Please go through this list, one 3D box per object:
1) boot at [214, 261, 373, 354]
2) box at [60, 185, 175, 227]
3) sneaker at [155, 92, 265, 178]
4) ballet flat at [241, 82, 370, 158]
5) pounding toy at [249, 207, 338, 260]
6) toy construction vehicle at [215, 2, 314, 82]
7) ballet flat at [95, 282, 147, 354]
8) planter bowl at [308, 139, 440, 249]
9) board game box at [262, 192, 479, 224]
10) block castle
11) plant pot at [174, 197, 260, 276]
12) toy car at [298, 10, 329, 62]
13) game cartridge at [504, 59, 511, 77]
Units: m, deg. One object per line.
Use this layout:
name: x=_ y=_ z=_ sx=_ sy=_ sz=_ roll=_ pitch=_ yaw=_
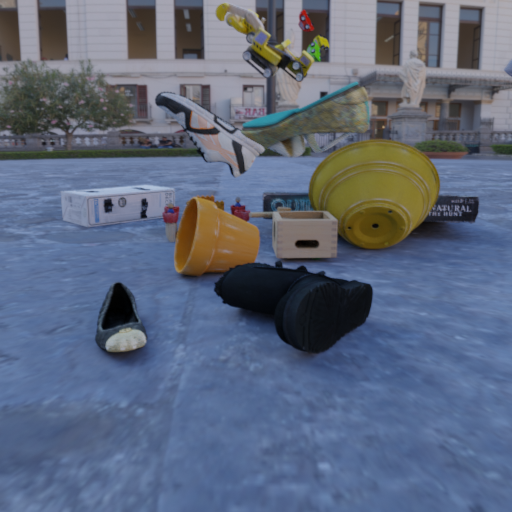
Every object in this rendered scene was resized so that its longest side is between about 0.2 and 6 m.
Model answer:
boot: x=0.286 y=0.529 z=7.093 sx=1.815 sy=0.820 sz=2.215 roll=11 pitch=9 yaw=31
box: x=-3.838 y=-1.459 z=15.785 sx=2.769 sy=0.832 sz=1.615 roll=-13 pitch=18 yaw=-42
sneaker: x=-1.235 y=-2.910 z=13.437 sx=2.844 sy=1.138 sz=1.048 roll=31 pitch=11 yaw=-9
ballet flat: x=0.673 y=-1.847 z=8.225 sx=0.833 sy=0.833 sz=2.356 roll=-12 pitch=4 yaw=-42
pounding toy: x=0.670 y=-0.465 z=11.376 sx=1.630 sy=0.849 sz=1.855 roll=-1 pitch=13 yaw=-2
toy construction vehicle: x=0.178 y=-3.226 z=8.364 sx=1.513 sy=0.533 sz=1.317 roll=40 pitch=32 yaw=-4
ballet flat: x=-1.678 y=0.759 z=6.781 sx=0.582 sy=0.497 sz=1.750 roll=-4 pitch=14 yaw=-19
planter bowl: x=2.438 y=-0.954 z=11.588 sx=2.745 sy=2.745 sz=1.143 roll=2 pitch=49 yaw=7
board game box: x=2.705 y=-1.233 z=14.190 sx=4.853 sy=0.683 sz=3.282 roll=1 pitch=5 yaw=6
block castle: x=-1.170 y=-0.899 z=13.119 sx=1.978 sy=0.928 sz=1.322 roll=-2 pitch=13 yaw=-7
plant pot: x=-0.650 y=-0.242 z=9.769 sx=1.222 sy=1.334 sz=1.334 roll=12 pitch=8 yaw=-21
toy car: x=1.013 y=-3.813 z=10.061 sx=0.211 sy=0.889 sz=0.945 roll=-19 pitch=-35 yaw=32
game cartridge: x=3.503 y=-2.608 z=7.407 sx=0.145 sy=0.471 sz=0.708 roll=43 pitch=27 yaw=13
